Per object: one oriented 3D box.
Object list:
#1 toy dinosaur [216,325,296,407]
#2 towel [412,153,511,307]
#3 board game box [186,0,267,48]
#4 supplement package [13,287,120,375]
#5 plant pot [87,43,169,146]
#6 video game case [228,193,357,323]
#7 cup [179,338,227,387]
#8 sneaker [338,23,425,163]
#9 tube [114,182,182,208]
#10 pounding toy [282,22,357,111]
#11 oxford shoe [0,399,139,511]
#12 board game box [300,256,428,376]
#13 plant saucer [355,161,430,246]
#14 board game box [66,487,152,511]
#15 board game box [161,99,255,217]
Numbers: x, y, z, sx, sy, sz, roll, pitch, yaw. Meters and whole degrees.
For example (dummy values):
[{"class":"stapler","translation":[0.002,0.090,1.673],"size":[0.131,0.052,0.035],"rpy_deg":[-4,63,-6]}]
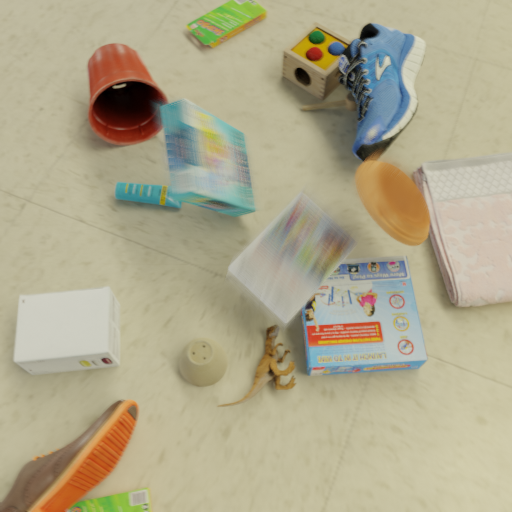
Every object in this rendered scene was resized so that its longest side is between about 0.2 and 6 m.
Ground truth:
[{"class":"toy dinosaur","translation":[0.164,1.969,9.281],"size":[0.903,0.513,1.700],"rpy_deg":[9,53,27]},{"class":"towel","translation":[4.875,-0.637,10.520],"size":[3.227,0.520,3.083],"rpy_deg":[-7,63,-2]},{"class":"board game box","translation":[-0.705,-5.522,13.172],"size":[1.802,0.270,0.861],"rpy_deg":[-35,67,-19]},{"class":"supplement package","translation":[-3.110,1.263,9.358],"size":[1.496,0.830,1.165],"rpy_deg":[-6,63,-2]},{"class":"plant pot","translation":[-2.728,-3.387,11.437],"size":[1.610,1.610,1.566],"rpy_deg":[-17,56,-8]},{"class":"video game case","translation":[0.623,0.007,9.286],"size":[1.311,0.165,1.831],"rpy_deg":[43,76,4]},{"class":"cup","translation":[-0.901,1.685,9.281],"size":[0.828,0.592,0.828],"rpy_deg":[0,62,0]},{"class":"sneaker","translation":[2.272,-3.336,11.246],"size":[1.616,1.424,3.625],"rpy_deg":[23,55,-10]},{"class":"tube","translation":[-2.084,-1.210,10.954],"size":[1.299,0.327,0.503],"rpy_deg":[5,71,-3]},{"class":"pounding toy","translation":[1.488,-3.899,11.988],"size":[1.890,0.865,1.661],"rpy_deg":[37,68,17]},{"class":"oxford shoe","translation":[-2.914,3.149,8.345],"size":[1.014,0.991,2.781],"rpy_deg":[27,60,27]},{"class":"board game box","translation":[1.754,1.006,9.649],"size":[1.960,0.548,1.919],"rpy_deg":[-3,63,-2]},{"class":"plant saucer","translation":[2.305,-0.922,9.180],"size":[1.628,0.305,1.628],"rpy_deg":[25,45,-29]},{"class":"board game box","translation":[-2.239,3.935,8.353],"size":[1.354,0.203,0.647],"rpy_deg":[-9,62,-7]},{"class":"board game box","translation":[-0.767,-1.614,9.716],"size":[0.489,2.083,1.573],"rpy_deg":[-12,81,25]}]
